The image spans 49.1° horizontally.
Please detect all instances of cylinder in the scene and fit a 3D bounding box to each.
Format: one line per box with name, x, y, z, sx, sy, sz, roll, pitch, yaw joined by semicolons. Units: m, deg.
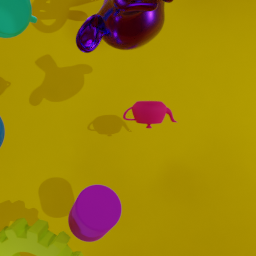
cylinder;-0.596;1.502;4.908;0.785;0.785;0.785;11;53;-16

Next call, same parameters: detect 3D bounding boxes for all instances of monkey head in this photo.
monkey head;-0.050;-1.915;4.236;1.912;1.152;1.376;-38;91;-34

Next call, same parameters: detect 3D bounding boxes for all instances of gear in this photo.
gear;-1.598;2.453;4.912;1.787;0.330;1.787;5;108;16

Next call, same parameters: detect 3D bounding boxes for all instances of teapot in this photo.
teapot;0.479;-0.277;5.831;1.173;0.730;0.575;0;97;-6
teapot;-1.834;-1.712;3.937;0.618;1.262;0.784;35;110;35

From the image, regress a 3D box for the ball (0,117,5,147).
ball;-2.492;0.064;4.403;1.018;1.018;1.018;0;78;0
